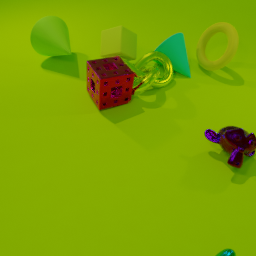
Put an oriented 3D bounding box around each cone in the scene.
[{"bbox_3d":[-2.190,-2.680,9.038,1.390,1.390,1.395,-29,53,-26],"label":"cone"},{"bbox_3d":[1.634,-2.119,9.025,1.285,1.285,1.289,-30,79,-26],"label":"cone"}]

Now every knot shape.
[{"bbox_3d":[0.458,-1.586,8.337,1.752,0.810,1.639,6,45,8],"label":"knot shape"}]

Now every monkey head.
[{"bbox_3d":[2.401,0.432,6.348,1.337,0.806,0.962,22,80,-5],"label":"monkey head"}]

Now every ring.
[{"bbox_3d":[2.786,-2.567,8.850,0.302,1.512,1.512,6,37,-36],"label":"ring"}]

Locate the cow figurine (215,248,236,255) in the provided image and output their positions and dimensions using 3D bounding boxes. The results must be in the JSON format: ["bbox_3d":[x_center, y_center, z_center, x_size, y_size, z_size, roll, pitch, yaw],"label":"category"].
[{"bbox_3d":[1.231,2.613,4.231,0.738,1.324,1.345,46,20,6],"label":"cow figurine"}]

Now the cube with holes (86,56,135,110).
[{"bbox_3d":[-0.526,-1.281,7.847,0.989,0.989,0.989,-15,47,-23],"label":"cube with holes"}]

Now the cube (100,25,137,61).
[{"bbox_3d":[-0.284,-2.603,8.813,0.832,0.832,0.832,0,-3,36],"label":"cube"}]
